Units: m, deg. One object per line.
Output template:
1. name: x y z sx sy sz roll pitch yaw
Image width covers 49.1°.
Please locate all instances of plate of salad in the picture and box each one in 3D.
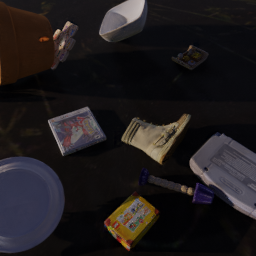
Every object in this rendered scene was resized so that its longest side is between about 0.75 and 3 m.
1. plate of salad: -2.799 1.885 7.091 2.327 0.559 2.327 5 70 -13

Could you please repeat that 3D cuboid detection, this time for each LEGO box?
1. LEGO box: 0.113 2.337 7.103 0.861 0.446 1.156 35 57 26

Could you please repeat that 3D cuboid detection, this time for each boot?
1. boot: 0.958 0.033 8.986 1.628 0.762 2.095 27 57 22

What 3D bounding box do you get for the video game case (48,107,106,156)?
1. video game case: -1.713 0.051 9.324 1.476 0.186 1.619 -21 52 -17

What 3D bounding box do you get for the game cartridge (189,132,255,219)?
1. game cartridge: 3.161 1.356 7.923 2.636 0.533 1.758 37 55 26

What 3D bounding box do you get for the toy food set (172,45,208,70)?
1. toy food set: 2.654 -3.060 11.942 0.977 0.411 1.362 36 58 28

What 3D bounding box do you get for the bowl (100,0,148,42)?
1. bowl: -0.066 -4.907 12.851 2.245 0.838 2.242 -14 47 28

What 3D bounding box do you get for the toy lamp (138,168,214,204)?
1. toy lamp: 1.308 1.622 7.681 2.020 0.588 0.588 13 50 13

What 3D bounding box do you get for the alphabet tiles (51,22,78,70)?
1. alphabet tiles: -2.757 -3.383 11.401 1.972 0.147 2.016 -57 42 9

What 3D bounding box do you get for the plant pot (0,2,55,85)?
1. plant pot: -4.082 -3.176 10.611 2.051 2.930 2.930 -11 47 -30
